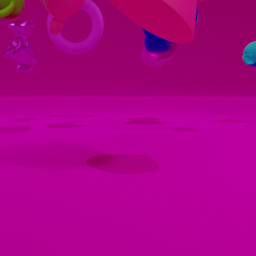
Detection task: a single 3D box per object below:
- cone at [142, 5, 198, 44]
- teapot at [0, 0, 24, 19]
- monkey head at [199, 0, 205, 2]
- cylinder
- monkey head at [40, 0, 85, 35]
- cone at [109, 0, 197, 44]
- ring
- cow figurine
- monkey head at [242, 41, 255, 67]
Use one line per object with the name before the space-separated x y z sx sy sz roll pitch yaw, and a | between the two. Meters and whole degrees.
cone | 0.974 -3.187 7.235 1.394 1.394 1.400 0 51 -3
teapot | -2.555 -2.766 5.263 0.997 2.036 1.266 -12 -27 -21
monkey head | 1.767 -2.879 5.115 1.196 0.860 0.721 -30 10 37
cylinder | 0.897 -2.455 8.465 1.047 1.047 1.047 -1 2 -5
monkey head | -1.257 -2.902 6.045 1.041 1.727 1.243 49 27 19
cone | 0.422 -1.481 2.561 0.994 0.997 0.994 31 5 -3
ring | -1.719 -3.352 9.149 1.856 1.856 0.371 0 8 2
cow figurine | -3.111 -2.487 8.374 0.745 1.336 1.358 11 -29 32
monkey head | 3.739 -1.943 7.914 0.863 1.030 1.432 -5 15 38
